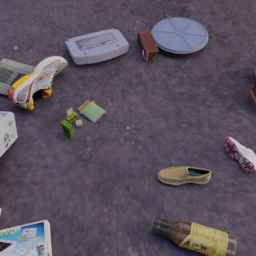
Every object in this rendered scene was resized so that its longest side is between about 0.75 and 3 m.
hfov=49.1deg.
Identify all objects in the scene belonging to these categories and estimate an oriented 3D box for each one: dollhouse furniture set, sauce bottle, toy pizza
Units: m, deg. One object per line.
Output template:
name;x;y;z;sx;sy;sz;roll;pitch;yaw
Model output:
dollhouse furniture set;-1.467;-0.414;8.941;0.757;0.585;1.515;34;61;21
sauce bottle;1.545;2.625;6.797;1.978;0.640;0.640;13;56;12
toy pizza;2.083;-3.718;11.405;2.303;0.365;2.303;-1;54;1

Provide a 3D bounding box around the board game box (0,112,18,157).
board game box;-4.551;0.470;7.360;2.132;0.929;2.889;2;25;2

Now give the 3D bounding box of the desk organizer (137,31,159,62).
desk organizer;0.769;-3.238;11.006;0.511;0.476;1.328;-9;55;-9

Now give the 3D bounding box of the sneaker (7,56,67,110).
sneaker;-2.908;-1.538;9.664;1.000;0.948;2.435;36;63;3

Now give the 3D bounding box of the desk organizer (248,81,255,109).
desk organizer;5.629;-1.278;9.252;2.757;1.061;0.989;-5;55;-3

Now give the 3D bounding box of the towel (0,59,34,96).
towel;-4.213;-1.774;10.146;1.634;0.282;1.573;18;60;10

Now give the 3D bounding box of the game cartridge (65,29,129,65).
game cartridge;-1.187;-3.162;10.887;2.240;0.458;1.491;-18;48;-14

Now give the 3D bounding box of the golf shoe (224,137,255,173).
golf shoe;3.370;0.737;8.274;0.566;0.465;1.236;-19;60;-28

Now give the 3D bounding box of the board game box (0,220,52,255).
board game box;-3.046;3.225;6.461;2.524;0.437;1.593;-11;56;-7

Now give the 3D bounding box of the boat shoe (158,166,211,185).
boat shoe;1.570;1.250;7.785;1.456;0.555;0.522;-2;55;-1
